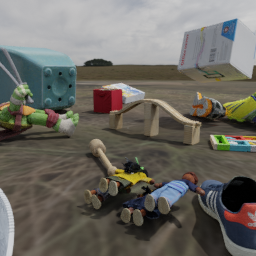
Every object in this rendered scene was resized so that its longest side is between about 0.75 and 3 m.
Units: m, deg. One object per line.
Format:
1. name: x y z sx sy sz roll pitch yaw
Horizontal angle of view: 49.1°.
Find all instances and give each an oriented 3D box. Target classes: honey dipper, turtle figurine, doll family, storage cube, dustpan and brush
1. honey dipper: -0.465 0.558 5.395 0.305 0.305 1.606 -4 14 -18
2. turtle figurine: -2.512 -0.794 7.420 2.401 2.476 1.782 19 -30 -27
3. doll family: 0.218 0.792 3.662 1.573 0.617 0.909 15 15 36
4. storage cube: -0.863 -1.180 12.028 0.938 0.986 1.097 6 14 27
5. dustpan and brush: -2.088 0.804 3.090 1.776 0.728 2.544 -3 12 -13

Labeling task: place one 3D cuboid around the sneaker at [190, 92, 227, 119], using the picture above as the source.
1. sneaker: 2.981 -0.761 10.642 0.902 0.915 2.337 13 15 -3

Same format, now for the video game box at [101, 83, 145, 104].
1. video game box: -0.271 -2.017 16.029 1.783 0.458 1.957 24 25 28

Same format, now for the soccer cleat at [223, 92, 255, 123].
1. soccer cleat: 4.088 -0.683 9.296 0.859 1.112 2.658 -3 12 -16

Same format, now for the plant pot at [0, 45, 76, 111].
1. plant pot: -3.707 -1.935 11.798 2.831 2.779 2.772 16 19 38

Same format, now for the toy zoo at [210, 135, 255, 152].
1. toy zoo: 2.748 0.362 6.651 1.462 0.150 0.959 2 12 10

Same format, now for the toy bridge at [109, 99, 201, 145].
1. toy bridge: 0.644 -0.281 7.679 2.989 1.005 0.407 10 14 41

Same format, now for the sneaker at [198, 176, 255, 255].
1. sneaker: 1.233 0.805 3.297 0.578 0.651 1.542 -1 11 -2

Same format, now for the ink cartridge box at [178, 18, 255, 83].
1. ink cartridge box: 2.942 -2.458 9.333 1.443 1.449 1.975 16 -7 -40
